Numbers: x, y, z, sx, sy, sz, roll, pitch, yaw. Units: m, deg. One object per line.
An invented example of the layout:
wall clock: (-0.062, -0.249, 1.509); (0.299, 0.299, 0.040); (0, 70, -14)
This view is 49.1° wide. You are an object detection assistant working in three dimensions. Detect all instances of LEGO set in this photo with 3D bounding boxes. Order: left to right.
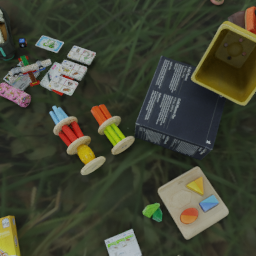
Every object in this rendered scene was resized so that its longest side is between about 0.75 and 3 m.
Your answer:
LEGO set: (-2.670, -2.107, 9.369); (2.649, 0.650, 1.979); (20, 60, 5)

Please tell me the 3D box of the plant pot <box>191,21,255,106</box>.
plant pot: (2.836, -1.888, 7.441); (1.579, 1.590, 1.626); (27, 38, 3)

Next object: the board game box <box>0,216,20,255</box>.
board game box: (-3.587, 3.394, 7.444); (1.326, 0.349, 1.733); (-17, 70, -6)

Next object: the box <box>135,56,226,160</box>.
box: (1.612, -0.587, 8.438); (2.189, 1.251, 2.404); (19, 71, 7)

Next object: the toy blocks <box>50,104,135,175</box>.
toy blocks: (-1.187, -0.025, 8.466); (1.891, 0.824, 2.269); (-34, 73, -11)

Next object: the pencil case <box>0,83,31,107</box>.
pencil case: (-3.705, -1.078, 9.068); (1.080, 0.467, 0.447); (26, 102, 10)

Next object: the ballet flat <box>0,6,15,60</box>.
ballet flat: (-4.555, -3.592, 9.752); (0.889, 0.894, 2.614); (-25, 71, -6)

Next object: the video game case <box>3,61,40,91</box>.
video game case: (-3.605, -1.752, 9.497); (0.834, 0.101, 0.914); (35, 74, 12)

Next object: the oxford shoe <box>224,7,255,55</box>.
oxford shoe: (3.789, -2.575, 9.505); (1.061, 1.041, 2.925); (-1, 74, 38)

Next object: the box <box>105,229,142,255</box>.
box: (-0.125, 3.200, 7.494); (0.803, 0.388, 0.708); (-21, 71, -8)

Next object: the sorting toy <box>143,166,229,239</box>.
sorting toy: (1.552, 2.238, 7.889); (2.152, 0.317, 1.591); (-28, 73, -10)

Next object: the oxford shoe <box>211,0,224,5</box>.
oxford shoe: (3.136, -5.510, 10.603); (0.617, 0.643, 1.743); (-30, 72, -11)

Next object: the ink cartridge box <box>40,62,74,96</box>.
ink cartridge box: (-2.338, -1.654, 9.406); (0.827, 0.208, 0.953); (27, 72, 11)
